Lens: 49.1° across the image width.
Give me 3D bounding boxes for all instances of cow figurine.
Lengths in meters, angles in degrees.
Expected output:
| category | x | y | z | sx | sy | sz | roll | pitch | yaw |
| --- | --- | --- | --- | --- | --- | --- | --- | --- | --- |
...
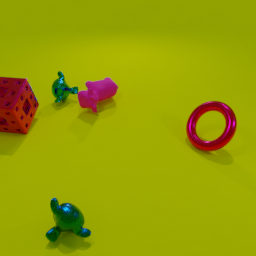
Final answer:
| category | x | y | z | sx | sy | sz | roll | pitch | yaw |
| --- | --- | --- | --- | --- | --- | --- | --- | --- | --- |
| cow figurine | -1.003 | -1.202 | 9.728 | 1.584 | 0.869 | 1.558 | -18 | 27 | -17 |

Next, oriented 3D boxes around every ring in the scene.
| category | x | y | z | sx | sy | sz | roll | pitch | yaw |
| --- | --- | --- | --- | --- | --- | --- | --- | --- | --- |
| ring | 2.324 | -0.064 | 7.919 | 0.297 | 1.485 | 1.485 | 24 | 12 | -46 |

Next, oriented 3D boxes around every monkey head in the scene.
| category | x | y | z | sx | sy | sz | roll | pitch | yaw |
| --- | --- | --- | --- | --- | --- | --- | --- | --- | --- |
| monkey head | -1.266 | 1.896 | 5.577 | 1.047 | 0.631 | 0.753 | 45 | 51 | -3 |
| monkey head | -2.283 | -1.401 | 10.032 | 0.863 | 0.722 | 1.199 | -3 | 75 | 18 |

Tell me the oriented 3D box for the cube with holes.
| category | x | y | z | sx | sy | sz | roll | pitch | yaw |
| --- | --- | --- | --- | --- | --- | --- | --- | --- | --- |
| cube with holes | -3.638 | -0.687 | 8.504 | 1.206 | 1.206 | 1.206 | 5 | 55 | 7 |
